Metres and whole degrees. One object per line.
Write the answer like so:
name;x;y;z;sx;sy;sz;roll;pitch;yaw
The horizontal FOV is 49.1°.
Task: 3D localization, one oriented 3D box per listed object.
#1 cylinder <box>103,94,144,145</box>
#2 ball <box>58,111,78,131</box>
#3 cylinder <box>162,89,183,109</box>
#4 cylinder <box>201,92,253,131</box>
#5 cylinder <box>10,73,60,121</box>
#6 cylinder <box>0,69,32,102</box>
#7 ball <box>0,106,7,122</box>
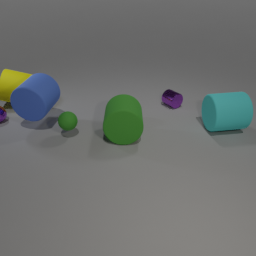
cylinder;-0.167;-0.326;10.167;1.400;1.400;1.400;0;29;0
ball;-2.173;-0.252;10.111;0.700;0.700;0.700;0;30;0
cylinder;1.998;-1.319;12.644;0.700;0.700;0.700;-19;35;-30
cylinder;3.690;-0.620;10.542;1.400;1.400;1.400;-5;30;-7
cylinder;-3.484;-1.189;10.665;1.400;1.400;1.400;5;33;9
cylinder;-4.840;-1.777;12.416;1.400;1.400;1.400;10;27;-14
ball;-5.271;-0.559;11.301;0.700;0.700;0.700;0;30;0
